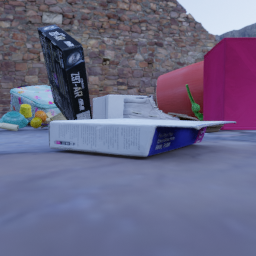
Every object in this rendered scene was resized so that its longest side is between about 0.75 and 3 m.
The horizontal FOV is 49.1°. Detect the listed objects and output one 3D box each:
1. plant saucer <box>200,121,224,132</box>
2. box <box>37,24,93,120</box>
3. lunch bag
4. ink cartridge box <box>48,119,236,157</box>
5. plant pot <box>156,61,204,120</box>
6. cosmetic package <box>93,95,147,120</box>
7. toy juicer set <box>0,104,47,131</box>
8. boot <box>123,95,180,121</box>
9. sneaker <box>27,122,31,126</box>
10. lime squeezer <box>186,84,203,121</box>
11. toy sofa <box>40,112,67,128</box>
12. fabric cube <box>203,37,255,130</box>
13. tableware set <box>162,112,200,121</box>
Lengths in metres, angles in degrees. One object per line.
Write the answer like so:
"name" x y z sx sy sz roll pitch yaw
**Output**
"plant saucer" 1.511 -0.056 7.198 1.886 0.278 1.886 -1 2 0
"box" -1.448 -1.142 6.507 0.445 2.046 1.639 -21 40 -23
"lunch bag" -3.133 -0.975 10.838 2.634 1.015 2.112 24 29 36
"ink cartridge box" 0.255 0.074 3.300 1.669 0.361 1.638 4 4 32
"plant pot" 2.786 -1.466 12.461 2.601 2.940 2.940 -5 0 24
"cosmetic package" -0.495 -1.046 15.986 2.390 1.474 2.398 -1 3 -26
"toy juicer set" -2.920 -0.110 7.506 1.106 0.473 1.739 18 25 16
"boot" 0.780 -0.475 8.365 2.093 1.000 0.770 -2 3 -35
"sneaker" -3.753 -0.279 11.148 1.077 0.421 0.416 4 -15 -26
"lime squeezer" 2.728 -0.676 10.526 0.395 2.093 0.739 -37 -13 -17
"toy sofa" -2.186 -0.148 8.238 0.478 0.563 1.154 -32 21 -32
"fabric cube" 3.816 -1.231 8.668 2.524 2.516 2.476 0 2 3
"tableware set" 1.836 -0.280 11.074 1.411 0.428 2.135 14 -2 -43
